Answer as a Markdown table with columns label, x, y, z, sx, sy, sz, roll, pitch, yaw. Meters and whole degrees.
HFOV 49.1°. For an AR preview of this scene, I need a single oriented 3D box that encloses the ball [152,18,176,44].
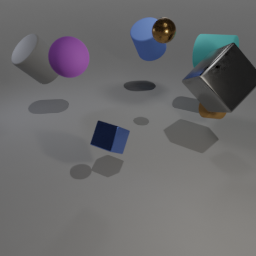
| label | x | y | z | sx | sy | sz | roll | pitch | yaw |
| --- | --- | --- | --- | --- | --- | --- | --- | --- | --- |
| ball | 1.032 | -2.796 | 8.055 | 0.700 | 0.700 | 0.700 | 0 | 29 | 0 |

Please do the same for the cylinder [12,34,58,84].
| label | x | y | z | sx | sy | sz | roll | pitch | yaw |
| --- | --- | --- | --- | --- | --- | --- | --- | --- | --- |
| cylinder | -3.451 | -2.626 | 10.787 | 1.400 | 1.400 | 1.400 | -16 | 58 | 27 |

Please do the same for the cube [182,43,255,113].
| label | x | y | z | sx | sy | sz | roll | pitch | yaw |
| --- | --- | --- | --- | --- | --- | --- | --- | --- | --- |
| cube | 2.755 | -1.430 | 8.360 | 1.400 | 1.400 | 1.400 | -45 | 10 | -4 |

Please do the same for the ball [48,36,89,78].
| label | x | y | z | sx | sy | sz | roll | pitch | yaw |
| --- | --- | --- | --- | --- | --- | --- | --- | --- | --- |
| ball | -1.027 | -1.229 | 4.875 | 0.700 | 0.700 | 0.700 | 0 | 29 | 0 |

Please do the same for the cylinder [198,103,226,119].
| label | x | y | z | sx | sy | sz | roll | pitch | yaw |
| --- | --- | --- | --- | --- | --- | --- | --- | --- | --- |
| cylinder | 2.920 | -0.678 | 9.651 | 0.700 | 0.700 | 0.700 | 4 | 26 | -24 |

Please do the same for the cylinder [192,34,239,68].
| label | x | y | z | sx | sy | sz | roll | pitch | yaw |
| --- | --- | --- | --- | --- | --- | --- | --- | --- | --- |
| cylinder | 3.367 | -2.849 | 10.746 | 1.400 | 1.400 | 1.400 | 13 | 32 | 29 |

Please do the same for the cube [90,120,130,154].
| label | x | y | z | sx | sy | sz | roll | pitch | yaw |
| --- | --- | --- | --- | --- | --- | --- | --- | --- | --- |
| cube | -0.484 | 0.263 | 7.712 | 0.700 | 0.700 | 0.700 | 17 | -2 | 29 |

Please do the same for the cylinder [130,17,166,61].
| label | x | y | z | sx | sy | sz | roll | pitch | yaw |
| --- | --- | --- | --- | --- | --- | --- | --- | --- | --- |
| cylinder | 0.961 | -4.078 | 12.945 | 1.400 | 1.400 | 1.400 | -9 | 61 | 16 |
